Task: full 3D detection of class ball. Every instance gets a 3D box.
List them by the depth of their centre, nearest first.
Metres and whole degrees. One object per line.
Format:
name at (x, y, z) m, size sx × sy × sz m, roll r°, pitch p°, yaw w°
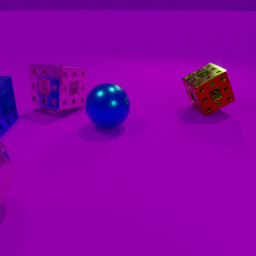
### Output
ball at (-2.390, 0.682, 4.085) m, size 1.375 × 1.375 × 1.375 m, roll 0°, pitch 25°, yaw 0°
ball at (-0.508, -0.561, 7.070) m, size 1.146 × 1.146 × 1.146 m, roll 0°, pitch 25°, yaw 0°

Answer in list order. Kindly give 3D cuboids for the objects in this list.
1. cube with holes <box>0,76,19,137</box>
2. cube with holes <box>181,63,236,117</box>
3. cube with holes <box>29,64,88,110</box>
cube with holes at (-3.641, -0.554, 6.961) m, size 1.214 × 1.214 × 1.214 m, roll 1°, pitch 25°, yaw 2°
cube with holes at (2.298, -1.119, 8.073) m, size 0.970 × 0.970 × 0.970 m, roll -28°, pitch 27°, yaw 2°
cube with holes at (-2.029, -1.241, 8.223) m, size 1.163 × 1.163 × 1.163 m, roll 12°, pitch 16°, yaw 28°
